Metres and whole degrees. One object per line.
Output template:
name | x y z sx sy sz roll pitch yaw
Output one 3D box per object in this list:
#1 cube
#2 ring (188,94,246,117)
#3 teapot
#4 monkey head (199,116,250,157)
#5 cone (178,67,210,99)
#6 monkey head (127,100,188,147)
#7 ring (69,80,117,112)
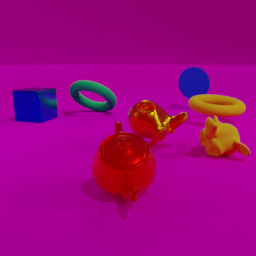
cube | -3.164 -0.815 9.631 1.049 1.049 1.049 5 15 17
ring | 2.909 -0.756 9.227 1.807 0.361 1.807 2 20 -1
teapot | -0.051 0.533 4.305 1.039 0.818 1.671 -6 44 -7
monkey head | 2.022 0.123 6.087 0.799 0.953 1.325 -18 41 -9
cone | 2.559 -1.795 11.927 1.346 1.346 1.351 -2 0 -10
monkey head | 0.648 -0.247 6.558 1.284 1.076 1.785 -34 -6 -2
ring | -1.312 -1.166 10.500 1.827 0.365 1.827 13 -23 6
